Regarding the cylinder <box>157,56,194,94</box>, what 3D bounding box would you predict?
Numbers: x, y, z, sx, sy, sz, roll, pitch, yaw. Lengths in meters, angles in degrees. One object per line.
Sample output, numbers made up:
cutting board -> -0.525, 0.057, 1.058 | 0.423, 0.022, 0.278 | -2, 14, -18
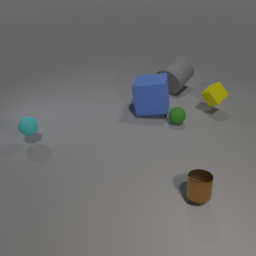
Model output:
cylinder -> 2.355, -2.673, 14.031 | 1.400, 1.400, 1.400 | 23, 55, 32

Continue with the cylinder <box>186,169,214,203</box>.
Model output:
cylinder -> 2.016, 1.630, 7.888 | 0.700, 0.700, 0.700 | -1, 23, 0

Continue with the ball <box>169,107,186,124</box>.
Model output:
ball -> 2.044, -0.522, 11.606 | 0.700, 0.700, 0.700 | 0, 33, 0

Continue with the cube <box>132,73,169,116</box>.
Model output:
cube -> 1.031, -1.470, 12.233 | 1.400, 1.400, 1.400 | -3, 28, 12

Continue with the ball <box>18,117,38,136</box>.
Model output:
ball -> -3.642, -0.067, 10.218 | 0.700, 0.700, 0.700 | 0, 33, 0

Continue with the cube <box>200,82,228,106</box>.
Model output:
cube -> 3.739, -1.454, 12.132 | 0.700, 0.700, 0.700 | -42, 11, -15
